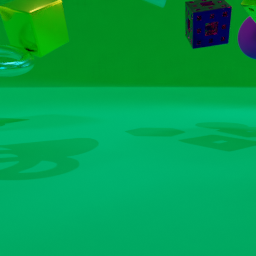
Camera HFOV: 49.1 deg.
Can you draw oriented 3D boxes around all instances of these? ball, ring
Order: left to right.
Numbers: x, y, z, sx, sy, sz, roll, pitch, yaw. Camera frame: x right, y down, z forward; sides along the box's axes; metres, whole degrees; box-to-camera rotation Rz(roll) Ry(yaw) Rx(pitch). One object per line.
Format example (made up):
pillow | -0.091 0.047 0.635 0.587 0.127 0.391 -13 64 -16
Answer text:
ring | -3.537 -1.890 7.677 1.870 0.374 1.870 8 32 -5
ball | 3.745 -2.566 7.774 1.307 1.307 1.307 0 9 0

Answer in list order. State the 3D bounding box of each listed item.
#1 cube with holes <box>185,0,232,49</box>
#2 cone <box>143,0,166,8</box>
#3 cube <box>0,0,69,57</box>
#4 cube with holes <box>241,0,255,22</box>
cube with holes | 1.895 -2.548 6.758 0.859 0.859 0.859 -8 40 3
cone | -0.162 -2.987 5.241 1.555 1.549 1.549 -7 9 0
cube | -2.780 -3.109 8.459 1.306 1.306 1.306 21 46 25
cube with holes | 3.184 -2.616 5.598 1.031 1.031 1.031 22 11 -39
